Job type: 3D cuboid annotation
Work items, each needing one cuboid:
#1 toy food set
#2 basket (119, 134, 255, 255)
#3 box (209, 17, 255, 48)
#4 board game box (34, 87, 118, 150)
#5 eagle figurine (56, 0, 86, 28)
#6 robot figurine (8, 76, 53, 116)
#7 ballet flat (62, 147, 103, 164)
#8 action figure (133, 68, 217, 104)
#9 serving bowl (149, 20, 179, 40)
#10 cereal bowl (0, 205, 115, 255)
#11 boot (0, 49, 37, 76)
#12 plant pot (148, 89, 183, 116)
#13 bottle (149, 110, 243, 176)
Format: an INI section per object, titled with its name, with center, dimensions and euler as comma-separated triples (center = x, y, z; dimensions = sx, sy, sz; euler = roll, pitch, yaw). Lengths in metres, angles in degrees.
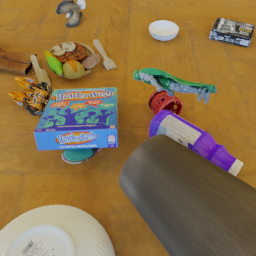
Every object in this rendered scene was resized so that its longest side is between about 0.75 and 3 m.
[toy food set]
center = -2.006, -2.533, 10.080
dimensions = 2.799, 0.562, 1.932
euler = -21, 63, -18
[basket]
center = 1.352, 1.606, 5.831
dimensions = 2.675, 2.018, 2.967
euler = -19, 45, -40
[box]
center = 4.326, -3.985, 11.607
dimensions = 1.604, 0.399, 1.265
euler = 20, 52, 17
[board game box]
center = -1.289, -0.373, 7.883
dimensions = 1.998, 0.591, 2.627
euler = -3, 30, -2
[eagle figurine]
center = -2.493, -5.125, 12.345
dimensions = 1.005, 0.999, 1.324
euler = 13, 39, -2
[robot figurine]
center = -3.069, -1.047, 8.830
dimensions = 1.530, 0.445, 1.109
euler = 24, 91, 28
[ballet flat]
center = -1.088, 0.537, 7.595
dimensions = 1.724, 0.614, 0.596
euler = -33, 84, -39
[action figure]
center = 0.829, -0.943, 5.895
dimensions = 1.788, 0.489, 1.056
euler = 24, 9, 35
[serving bowl]
center = 1.462, -3.980, 11.611
dimensions = 1.214, 0.399, 1.214
euler = 0, 49, -1
[cereal bowl]
center = -1.590, 2.709, 5.412
dimensions = 2.756, 1.148, 2.756
euler = 0, 50, 0
[boot]
center = -4.524, -2.858, 10.437
dimensions = 2.174, 0.744, 2.047
euler = 4, 49, 2
[plant pot]
center = 1.110, -0.710, 8.526
dimensions = 0.864, 0.864, 0.787
euler = -20, 47, -16
[bottle]
center = 1.727, 0.488, 7.372
dimensions = 2.501, 1.045, 0.817
euler = 34, 59, 25
